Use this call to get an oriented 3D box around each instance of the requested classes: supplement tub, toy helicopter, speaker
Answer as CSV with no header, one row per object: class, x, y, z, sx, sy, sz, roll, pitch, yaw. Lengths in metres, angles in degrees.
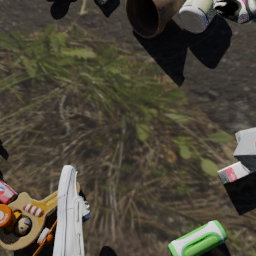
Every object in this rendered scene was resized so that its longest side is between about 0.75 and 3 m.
supplement tub,2.875,-4.725,10.907,1.232,1.232,1.699,33,78,8
toy helicopter,-2.761,2.802,9.091,2.969,1.171,1.963,-35,73,-19
speaker,2.223,3.678,8.998,1.791,0.792,0.792,-25,77,-6

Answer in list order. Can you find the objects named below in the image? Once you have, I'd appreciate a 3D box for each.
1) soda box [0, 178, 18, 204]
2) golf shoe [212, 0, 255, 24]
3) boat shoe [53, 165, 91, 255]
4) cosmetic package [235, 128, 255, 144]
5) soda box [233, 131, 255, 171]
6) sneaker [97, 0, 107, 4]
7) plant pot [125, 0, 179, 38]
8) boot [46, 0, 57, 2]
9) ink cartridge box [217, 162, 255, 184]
soda box,-4.442,2.026,9.606,1.290,0.409,0.451,38,79,8
golf shoe,2.552,-3.321,7.180,0.968,0.763,2.103,-14,45,-15
boat shoe,-1.439,2.365,7.623,0.900,0.992,2.696,2,70,-5
cosmetic package,4.535,0.335,10.016,1.149,0.466,0.648,-10,76,-4
soda box,3.631,0.510,6.428,0.732,2.307,0.788,41,69,-16
sneaker,-1.142,-6.058,11.612,1.039,0.675,1.799,-31,88,-12
plant pot,1.071,-4.614,10.781,1.605,1.840,1.840,-37,78,-28
boot,-3.065,-6.000,11.645,1.099,0.583,1.670,43,69,13
ink cartridge box,3.755,1.443,9.533,1.136,0.832,0.470,-22,77,-6
